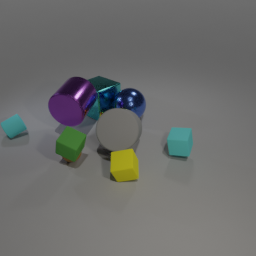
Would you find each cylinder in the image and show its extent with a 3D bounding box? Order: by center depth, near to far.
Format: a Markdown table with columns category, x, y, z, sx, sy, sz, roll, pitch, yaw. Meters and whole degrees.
| category | x | y | z | sx | sy | sz | roll | pitch | yaw |
| --- | --- | --- | --- | --- | --- | --- | --- | --- | --- |
| cylinder | -0.264 | 0.041 | 9.570 | 1.400 | 1.400 | 1.400 | 4 | 3 | 7 |
| cylinder | -2.044 | -1.004 | 10.497 | 1.400 | 1.400 | 1.400 | 8 | 37 | 13 |
| cylinder | -4.411 | -0.076 | 10.830 | 0.700 | 0.700 | 0.700 | -32 | 39 | -11 |

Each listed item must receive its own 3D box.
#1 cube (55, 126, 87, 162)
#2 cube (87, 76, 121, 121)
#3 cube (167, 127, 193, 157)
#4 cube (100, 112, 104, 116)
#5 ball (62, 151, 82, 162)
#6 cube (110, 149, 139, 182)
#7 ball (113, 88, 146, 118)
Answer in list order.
| category | x | y | z | sx | sy | sz | roll | pitch | yaw |
| --- | --- | --- | --- | --- | --- | --- | --- | --- | --- |
| cube | -1.810 | 0.507 | 8.872 | 0.700 | 0.700 | 0.700 | 25 | 50 | 4 |
| cube | -1.285 | -1.347 | 12.479 | 1.400 | 1.400 | 1.400 | 24 | 38 | 34 |
| cube | 1.780 | 0.464 | 9.518 | 0.700 | 0.700 | 0.700 | 3 | 37 | 24 |
| cube | -0.659 | -0.234 | 11.049 | 0.700 | 0.700 | 0.700 | 19 | 16 | 42 |
| ball | -1.934 | 0.807 | 9.538 | 0.700 | 0.700 | 0.700 | 0 | 31 | 0 |
| cube | -0.095 | 1.152 | 8.597 | 0.700 | 0.700 | 0.700 | -11 | 50 | 13 |
| ball | 0.070 | -0.995 | 11.891 | 1.400 | 1.400 | 1.400 | 0 | 31 | 0 |
